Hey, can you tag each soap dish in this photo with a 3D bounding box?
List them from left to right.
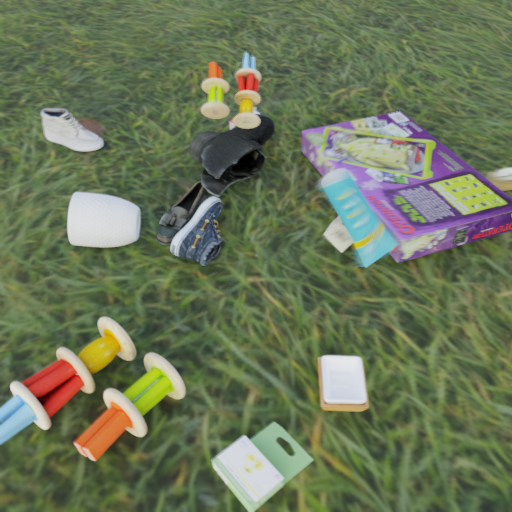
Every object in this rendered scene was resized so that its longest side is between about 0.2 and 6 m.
[{"bbox_3d":[1.394,2.089,9.112,0.746,0.385,0.949,1,44,1],"label":"soap dish"}]

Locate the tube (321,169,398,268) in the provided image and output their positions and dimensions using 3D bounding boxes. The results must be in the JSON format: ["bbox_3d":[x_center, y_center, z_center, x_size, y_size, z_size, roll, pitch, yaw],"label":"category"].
[{"bbox_3d":[1.868,-0.700,10.281,0.749,1.935,0.488,-34,26,7],"label":"tube"}]

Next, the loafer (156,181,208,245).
[{"bbox_3d":[-1.629,-0.980,12.184,0.651,0.570,1.811,20,47,15],"label":"loafer"}]

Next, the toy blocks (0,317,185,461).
[{"bbox_3d":[-2.668,2.294,8.517,2.097,0.914,2.517,30,51,28],"label":"toy blocks"}]

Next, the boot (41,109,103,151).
[{"bbox_3d":[-4.783,-3.279,14.415,1.743,0.833,0.641,15,46,15],"label":"boot"}]

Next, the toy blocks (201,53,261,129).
[{"bbox_3d":[-0.563,-4.004,13.010,1.482,0.646,1.779,11,70,-31],"label":"toy blocks"}]

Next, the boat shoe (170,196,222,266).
[{"bbox_3d":[-0.987,-0.497,11.727,0.821,0.640,1.808,25,50,11],"label":"boat shoe"}]

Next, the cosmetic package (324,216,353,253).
[{"bbox_3d":[1.759,-0.499,11.336,0.538,0.454,1.040,45,19,-1],"label":"cosmetic package"}]

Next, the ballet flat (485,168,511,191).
[{"bbox_3d":[6.129,-1.829,13.123,1.655,0.522,0.568,-11,46,-11],"label":"ballet flat"}]

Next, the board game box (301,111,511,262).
[{"bbox_3d":[3.269,-1.832,12.812,2.884,0.776,4.806,-11,41,-16],"label":"board game box"}]

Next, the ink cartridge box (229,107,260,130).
[{"bbox_3d":[-0.222,-3.421,14.721,0.361,0.624,1.071,29,51,27],"label":"ink cartridge box"}]

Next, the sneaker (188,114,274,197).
[{"bbox_3d":[-0.296,-2.438,13.245,1.667,0.960,3.196,34,44,32],"label":"sneaker"}]

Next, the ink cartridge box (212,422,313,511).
[{"bbox_3d":[0.105,3.010,8.233,1.230,0.295,0.895,-31,51,-26],"label":"ink cartridge box"}]

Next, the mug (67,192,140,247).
[{"bbox_3d":[-3.094,-0.754,11.723,1.303,1.097,1.486,5,13,-5],"label":"mug"}]
